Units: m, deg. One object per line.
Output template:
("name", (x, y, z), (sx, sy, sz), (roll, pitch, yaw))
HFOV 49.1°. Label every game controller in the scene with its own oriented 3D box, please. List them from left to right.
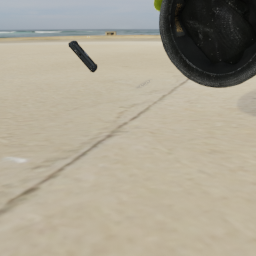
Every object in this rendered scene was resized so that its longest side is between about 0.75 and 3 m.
("game controller", (-1.738, -2.806, 10.965), (0.305, 1.450, 0.756), (-37, 16, 13))

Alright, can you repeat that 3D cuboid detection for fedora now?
("fedora", (2.062, -2.280, 6.249), (2.715, 2.715, 1.240), (12, 19, 28))

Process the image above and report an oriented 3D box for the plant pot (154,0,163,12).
("plant pot", (1.391, -4.062, 9.218), (0.767, 0.767, 0.819), (20, 8, 43))
